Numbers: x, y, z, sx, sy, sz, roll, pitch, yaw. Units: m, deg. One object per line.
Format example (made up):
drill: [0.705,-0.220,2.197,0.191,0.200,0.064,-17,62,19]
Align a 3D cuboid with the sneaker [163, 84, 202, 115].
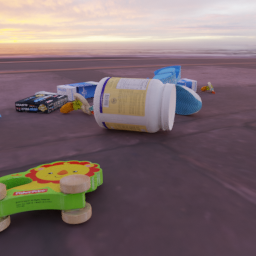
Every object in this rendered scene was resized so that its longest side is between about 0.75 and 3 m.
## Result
sneaker: [1.731,-1.120,9.935,1.027,0.972,2.542,-5,20,-32]

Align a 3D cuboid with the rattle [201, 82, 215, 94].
rattle: [3.736,-1.777,13.125,0.575,0.524,0.805,-8,42,12]

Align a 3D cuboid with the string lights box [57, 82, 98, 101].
string lights box: [-2.017,-1.632,12.168,0.959,0.550,1.867,16,24,41]

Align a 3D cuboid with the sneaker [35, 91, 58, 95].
sneaker: [-3.370,-1.327,11.539,0.979,0.358,0.347,-1,14,-4]

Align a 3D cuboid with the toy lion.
toy lion: [-1.262,0.880,4.374,1.761,0.604,1.688,-4,11,-12]

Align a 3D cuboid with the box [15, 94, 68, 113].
box: [-3.098,-0.917,10.208,1.268,0.367,1.595,4,18,13]

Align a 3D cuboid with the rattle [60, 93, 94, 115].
rattle: [-1.563,-0.587,9.166,0.832,0.758,1.164,-27,57,-34]

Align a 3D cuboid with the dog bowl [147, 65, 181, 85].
dog bowl: [1.590,-2.109,11.930,1.207,0.537,2.166,-4,25,27]

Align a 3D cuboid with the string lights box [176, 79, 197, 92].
string lights box: [2.215,-1.950,13.169,1.833,0.540,0.942,-9,20,-24]

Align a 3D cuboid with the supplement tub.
supplement tub: [0.219,-0.620,7.512,1.964,1.428,1.428,5,18,16]
